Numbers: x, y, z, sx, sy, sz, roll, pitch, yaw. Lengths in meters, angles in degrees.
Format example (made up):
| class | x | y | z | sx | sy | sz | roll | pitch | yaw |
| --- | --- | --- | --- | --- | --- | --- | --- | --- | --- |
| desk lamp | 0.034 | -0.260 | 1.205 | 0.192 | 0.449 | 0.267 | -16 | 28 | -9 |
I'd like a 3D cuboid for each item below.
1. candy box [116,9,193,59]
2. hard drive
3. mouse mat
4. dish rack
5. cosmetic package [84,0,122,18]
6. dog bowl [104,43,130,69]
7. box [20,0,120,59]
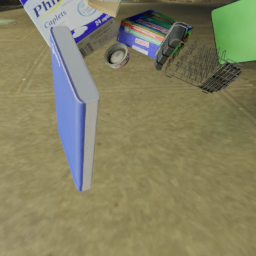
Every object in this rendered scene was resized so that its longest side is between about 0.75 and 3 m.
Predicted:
| class | x | y | z | sx | sy | sz | roll | pitch | yaw |
| --- | --- | --- | --- | --- | --- | --- | --- | --- | --- |
| candy box | 0.943 | -3.201 | 9.516 | 1.799 | 0.820 | 2.128 | 30 | 42 | 16 |
| hard drive | -0.858 | -0.167 | 4.360 | 0.285 | 2.247 | 1.482 | -13 | 56 | -20 |
| mouse mat | 3.879 | -3.240 | 9.414 | 0.098 | 2.093 | 2.601 | -21 | 16 | -27 |
| dish rack | 1.529 | -1.434 | 6.192 | 1.782 | 1.367 | 0.486 | 22 | 69 | -8 |
| cosmetic package | -0.641 | -3.255 | 7.188 | 0.882 | 0.464 | 0.313 | 20 | -1 | -3 |
| dog bowl | -0.333 | -2.312 | 9.105 | 0.864 | 0.319 | 0.864 | -10 | 65 | 23 |
| box | -1.738 | -3.399 | 8.585 | 2.088 | 2.271 | 1.191 | -35 | -10 | 2 |
